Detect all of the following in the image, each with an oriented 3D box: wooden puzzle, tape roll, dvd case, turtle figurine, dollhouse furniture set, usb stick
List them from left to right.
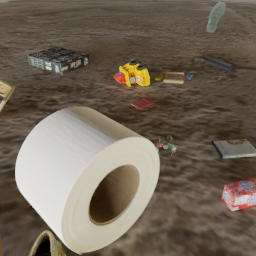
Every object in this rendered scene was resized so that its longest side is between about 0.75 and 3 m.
[{"bbox_3d":[-5.251,-1.043,9.940,1.608,1.529,1.310,30,24,-21],"label":"dollhouse furniture set"},{"bbox_3d":[-0.767,0.954,5.715,2.456,2.456,1.686,-26,40,-36],"label":"tape roll"},{"bbox_3d":[1.142,0.506,8.462,0.657,0.442,0.878,4,26,6],"label":"turtle figurine"},{"bbox_3d":[2.222,-2.413,13.525,1.632,0.191,1.101,10,37,16],"label":"wooden puzzle"},{"bbox_3d":[4.972,-3.574,15.257,0.600,0.353,2.163,-16,34,-24],"label":"usb stick"},{"bbox_3d":[3.265,0.609,8.568,1.180,0.104,0.842,-4,32,-6],"label":"dvd case"}]

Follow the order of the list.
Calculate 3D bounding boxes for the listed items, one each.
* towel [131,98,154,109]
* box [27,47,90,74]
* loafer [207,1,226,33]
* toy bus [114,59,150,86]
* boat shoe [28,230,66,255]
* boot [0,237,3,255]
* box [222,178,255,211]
[{"bbox_3d":[0.593,-0.972,11.207,0.780,0.088,0.564,-25,41,-32],"label":"towel"},{"bbox_3d":[-3.771,-3.749,15.315,2.656,0.578,2.128,20,36,29],"label":"box"},{"bbox_3d":[3.163,-4.080,10.150,0.455,1.267,0.399,14,58,1],"label":"loafer"},{"bbox_3d":[0.139,-2.370,12.799,1.397,0.987,1.455,-25,40,-14],"label":"toy bus"},{"bbox_3d":[-1.458,2.740,4.176,0.925,0.982,2.580,-4,31,-6],"label":"boat shoe"},{"bbox_3d":[-3.879,2.006,5.597,2.079,0.999,2.844,-24,37,-24],"label":"boot"},{"bbox_3d":[2.775,1.558,6.635,0.948,0.472,0.452,-9,32,-14],"label":"box"}]
